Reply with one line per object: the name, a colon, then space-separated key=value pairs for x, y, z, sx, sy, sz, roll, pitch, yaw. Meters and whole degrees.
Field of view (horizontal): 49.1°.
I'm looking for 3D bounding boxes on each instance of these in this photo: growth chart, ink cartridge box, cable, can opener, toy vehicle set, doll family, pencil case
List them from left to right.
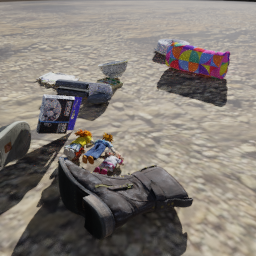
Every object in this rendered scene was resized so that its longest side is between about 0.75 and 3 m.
growth chart: x=-2.962 y=-2.052 z=11.763 sx=1.800 sy=0.160 sz=1.303 roll=17 pitch=34 yaw=26
ink cartridge box: x=-1.826 y=-0.343 z=7.588 sx=1.117 sy=1.107 sz=0.242 roll=-1 pitch=32 yaw=-36
can opener: x=-1.657 y=-1.315 z=10.022 sx=2.300 sy=0.614 sz=0.769 roll=9 pitch=30 yaw=17
doll family: x=-0.858 y=0.462 z=6.766 sx=1.653 sy=0.745 sz=1.026 roll=13 pitch=32 yaw=21
toy vehicle set: x=-0.746 y=-1.849 z=11.438 sx=0.964 sy=0.128 sz=0.599 roll=26 pitch=38 yaw=37
cable: x=2.512 y=-4.484 z=15.536 sx=1.808 sy=0.626 sz=1.808 roll=-8 pitch=31 yaw=-13
pencil case: x=3.065 y=-3.069 z=12.501 sx=2.913 sy=1.287 sz=1.287 roll=26 pitch=39 yaw=34

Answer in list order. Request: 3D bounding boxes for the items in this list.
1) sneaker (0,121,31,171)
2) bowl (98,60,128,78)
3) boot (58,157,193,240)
sneaker: x=-3.138 y=0.376 z=6.152 sx=1.269 sy=0.894 sz=2.390 roll=2 pitch=15 yaw=8
bowl: x=-0.585 y=-2.475 z=11.918 sx=1.325 sy=0.622 sz=1.325 roll=-9 pitch=19 yaw=3
boot: x=-0.160 y=1.161 z=5.700 sx=2.072 sy=0.824 sz=2.380 roll=-13 pitch=32 yaw=-34
